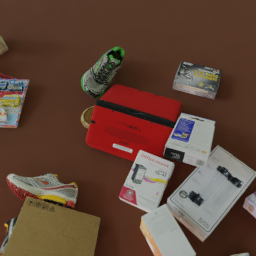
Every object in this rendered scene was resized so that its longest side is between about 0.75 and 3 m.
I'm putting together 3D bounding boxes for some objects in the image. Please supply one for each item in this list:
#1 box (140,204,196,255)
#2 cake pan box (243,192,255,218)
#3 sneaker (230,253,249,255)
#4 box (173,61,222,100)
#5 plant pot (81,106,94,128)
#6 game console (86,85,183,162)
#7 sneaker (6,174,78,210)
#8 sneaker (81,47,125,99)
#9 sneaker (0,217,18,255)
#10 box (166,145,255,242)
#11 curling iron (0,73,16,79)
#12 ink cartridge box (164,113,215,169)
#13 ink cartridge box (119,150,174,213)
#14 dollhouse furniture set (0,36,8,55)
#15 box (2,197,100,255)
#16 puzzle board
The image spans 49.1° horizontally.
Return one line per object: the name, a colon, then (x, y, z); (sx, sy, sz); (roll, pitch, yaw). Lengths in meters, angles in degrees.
box: (1.023, 3.057, 7.632); (0.786, 1.125, 1.478); (-22, 57, -16)
cake pan box: (4.789, 2.440, 8.119); (1.875, 0.533, 2.036); (-24, 43, -17)
sneaker: (3.003, 3.677, 7.704); (0.811, 0.318, 0.365); (-7, 58, -5)
box: (2.888, -2.021, 11.673); (1.767, 0.427, 1.399); (17, 56, 12)
plant pot: (-1.240, -0.430, 10.717); (1.137, 0.156, 1.137); (0, 55, -1)
game console: (0.265, -0.177, 10.229); (2.851, 1.692, 2.457); (17, 96, 13)
sneaker: (-2.659, 1.873, 8.736); (2.296, 0.894, 0.943); (17, 50, 1)
sneaker: (-0.981, -2.334, 11.237); (1.059, 1.157, 2.715); (34, 57, -18)
sneaker: (-3.007, 3.486, 7.555); (0.901, 0.913, 2.334); (-8, 48, 3)
box: (2.567, 1.930, 8.644); (1.527, 0.787, 2.618); (38, 63, 23)
curling iron: (-5.509, -2.182, 11.882); (2.177, 0.278, 0.540); (26, 59, 17)
ink cartridge box: (2.017, 0.282, 8.835); (1.227, 0.481, 2.592); (16, 31, 14)
ink cartridge box: (0.588, 1.668, 8.660); (1.200, 0.696, 1.626); (21, 73, 13)
dollhouse furniture set: (-7.047, -3.559, 12.449); (2.578, 1.678, 2.368); (-38, 60, 1)
box: (-1.972, 2.992, 7.568); (2.253, 0.240, 1.842); (21, 44, -12)
puzzle board: (-5.538, -1.060, 10.939); (2.924, 0.254, 2.203); (2, 62, 2)
